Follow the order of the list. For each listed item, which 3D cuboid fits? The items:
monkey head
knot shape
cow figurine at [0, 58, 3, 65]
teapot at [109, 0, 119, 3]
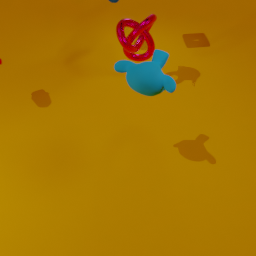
[{"bbox_3d":[0.450,-1.135,5.626,1.344,0.967,0.810,25,12,18],"label":"monkey head"},{"bbox_3d":[0.379,-2.883,8.631,0.721,1.561,1.460,39,92,36],"label":"knot shape"},{"bbox_3d":[-4.185,-2.254,7.867,0.615,1.102,1.120,-41,65,1],"label":"cow figurine"},{"bbox_3d":[-0.540,-4.973,10.103,0.807,0.636,1.298,49,26,-8],"label":"teapot"}]
